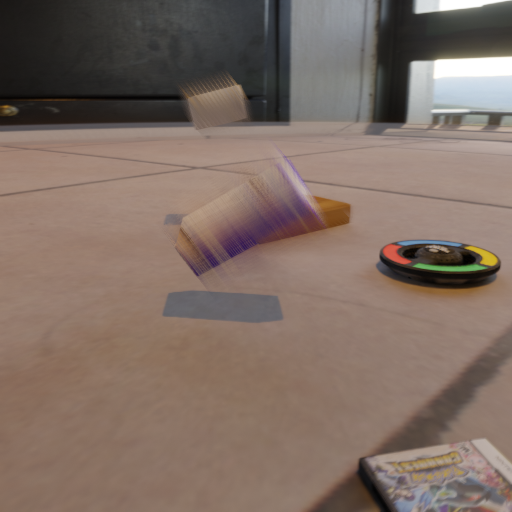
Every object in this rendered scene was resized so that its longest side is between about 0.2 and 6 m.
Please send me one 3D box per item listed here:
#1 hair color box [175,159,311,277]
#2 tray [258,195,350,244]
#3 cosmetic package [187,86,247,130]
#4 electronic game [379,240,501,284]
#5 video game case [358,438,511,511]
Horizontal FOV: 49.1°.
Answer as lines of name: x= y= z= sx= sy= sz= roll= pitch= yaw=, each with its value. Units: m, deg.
hair color box: x=-0.175 y=-0.509 z=7.251 sx=1.699 sy=0.551 sz=0.929 roll=-30 pitch=25 yaw=15
tray: x=0.621 y=-0.834 z=11.706 sx=2.634 sy=0.488 sz=1.299 roll=-13 pitch=23 yaw=-40
cosmetic package: x=-0.837 y=-3.155 z=11.919 sx=1.124 sy=0.691 sz=1.120 roll=-13 pitch=17 yaw=-1
electronic game: x=2.932 y=0.037 z=9.014 sx=1.863 sy=0.388 sz=1.863 roll=0 pitch=17 yaw=0
video game case: x=1.424 y=1.693 z=3.944 sx=1.103 sy=0.141 sz=0.997 roll=-4 pitch=18 yaw=-12
